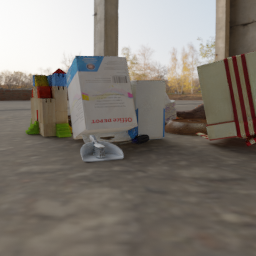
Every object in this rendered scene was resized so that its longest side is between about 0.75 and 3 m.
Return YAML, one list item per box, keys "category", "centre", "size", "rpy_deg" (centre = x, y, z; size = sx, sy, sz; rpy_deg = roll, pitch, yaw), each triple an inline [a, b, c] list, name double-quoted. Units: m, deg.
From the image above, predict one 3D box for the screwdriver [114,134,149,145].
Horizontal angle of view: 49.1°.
- category: "screwdriver"
  centre: [-0.012, 0.318, 6.820]
  size: [1.664, 0.232, 0.242]
  rpy_deg: [-4, 36, -49]

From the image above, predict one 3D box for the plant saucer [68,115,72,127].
- category: "plant saucer"
  centre: [-1.472, -0.261, 10.933]
  size: [2.421, 0.388, 2.421]
  rpy_deg: [-1, 7, 0]

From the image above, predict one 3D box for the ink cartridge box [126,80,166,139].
- category: "ink cartridge box"
  centre: [0.169, -0.618, 8.638]
  size: [0.957, 1.644, 2.274]
  rpy_deg: [-3, 8, -24]

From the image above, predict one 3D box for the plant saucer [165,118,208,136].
- category: "plant saucer"
  centre: [2.255, -0.079, 9.505]
  size: [2.134, 0.390, 2.134]
  rpy_deg: [1, 7, 0]

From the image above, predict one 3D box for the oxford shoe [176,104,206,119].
- category: "oxford shoe"
  centre: [3.207, -0.689, 11.874]
  size: [2.687, 0.979, 0.958]
  rpy_deg: [4, 8, 30]

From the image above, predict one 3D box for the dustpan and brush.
- category: "dustpan and brush"
  centre: [-0.649, 0.388, 5.904]
  size: [0.840, 0.345, 1.204]
  rpy_deg: [-3, 8, -19]

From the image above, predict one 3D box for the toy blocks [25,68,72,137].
- category: "toy blocks"
  centre: [-2.646, -0.883, 9.227]
  size: [1.481, 2.026, 2.964]
  rpy_deg: [-4, 8, -27]

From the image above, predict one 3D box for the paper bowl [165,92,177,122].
- category: "paper bowl"
  centre: [0.833, -0.912, 11.847]
  size: [2.357, 1.226, 2.357]
  rpy_deg: [-7, 8, 1]

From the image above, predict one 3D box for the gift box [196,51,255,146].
- category: "gift box"
  centre: [2.926, -0.691, 7.418]
  size: [2.324, 2.170, 2.144]
  rpy_deg: [-12, 1, 31]

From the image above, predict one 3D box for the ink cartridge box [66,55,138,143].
- category: "ink cartridge box"
  centre: [-0.768, -0.648, 7.639]
  size: [1.429, 2.223, 1.392]
  rpy_deg: [-4, -10, -25]
